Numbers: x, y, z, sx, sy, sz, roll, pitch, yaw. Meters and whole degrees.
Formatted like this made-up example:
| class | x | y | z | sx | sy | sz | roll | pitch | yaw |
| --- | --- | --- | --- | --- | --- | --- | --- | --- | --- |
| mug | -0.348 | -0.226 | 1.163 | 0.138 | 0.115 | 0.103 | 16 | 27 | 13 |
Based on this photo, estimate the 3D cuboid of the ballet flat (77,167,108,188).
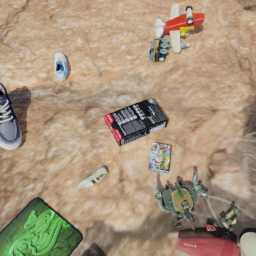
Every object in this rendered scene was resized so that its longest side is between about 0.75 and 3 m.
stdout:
| class | x | y | z | sx | sy | sz | roll | pitch | yaw |
| --- | --- | --- | --- | --- | --- | --- | --- | --- | --- |
| ballet flat | -1.216 | 1.798 | 9.749 | 1.206 | 0.407 | 0.376 | -35 | 72 | -22 |

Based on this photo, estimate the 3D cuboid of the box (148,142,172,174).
| class | x | y | z | sx | sy | sz | roll | pitch | yaw |
| --- | --- | --- | --- | --- | --- | --- | --- | --- | --- |
| box | 1.191 | 1.093 | 10.344 | 0.753 | 0.208 | 1.103 | 8 | 55 | 5 |

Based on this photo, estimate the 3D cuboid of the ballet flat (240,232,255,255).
| class | x | y | z | sx | sy | sz | roll | pitch | yaw |
| --- | --- | --- | --- | --- | --- | --- | --- | --- | --- |
| ballet flat | 4.450 | 4.049 | 7.788 | 0.990 | 0.990 | 2.851 | -34 | 62 | -22 |

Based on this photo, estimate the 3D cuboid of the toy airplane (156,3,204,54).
| class | x | y | z | sx | sy | sz | roll | pitch | yaw |
| --- | --- | --- | --- | --- | --- | --- | --- | --- | --- |
| toy airplane | 2.470 | -4.984 | 14.008 | 2.238 | 1.579 | 2.228 | -53 | 53 | 8 |

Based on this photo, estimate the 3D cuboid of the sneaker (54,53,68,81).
| class | x | y | z | sx | sy | sz | roll | pitch | yaw |
| --- | --- | --- | --- | --- | --- | --- | --- | --- | --- |
| sneaker | -3.117 | -2.957 | 12.950 | 0.622 | 0.627 | 1.731 | -11 | 54 | -6 |

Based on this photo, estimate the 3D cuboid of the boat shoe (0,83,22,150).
| class | x | y | z | sx | sy | sz | roll | pitch | yaw |
| --- | --- | --- | --- | --- | --- | --- | --- | --- | --- |
| boat shoe | -4.825 | -0.514 | 10.721 | 1.014 | 1.260 | 2.716 | -19 | 59 | -26 |

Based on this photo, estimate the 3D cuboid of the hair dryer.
| class | x | y | z | sx | sy | sz | roll | pitch | yaw |
| --- | --- | --- | --- | --- | --- | --- | --- | --- | --- |
| hair dryer | 2.490 | 4.130 | 7.877 | 2.138 | 0.762 | 2.807 | -35 | 61 | -21 |

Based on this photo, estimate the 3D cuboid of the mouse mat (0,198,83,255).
| class | x | y | z | sx | sy | sz | roll | pitch | yaw |
| --- | --- | --- | --- | --- | --- | --- | --- | --- | --- |
| mouse mat | -3.081 | 3.772 | 8.541 | 2.273 | 0.106 | 2.824 | 31 | 60 | 20 |

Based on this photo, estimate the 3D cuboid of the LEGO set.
| class | x | y | z | sx | sy | sz | roll | pitch | yaw |
| --- | --- | --- | --- | --- | --- | --- | --- | --- | --- |
| LEGO set | 2.055 | 2.571 | 9.134 | 2.891 | 0.819 | 1.877 | 42 | 66 | 11 |

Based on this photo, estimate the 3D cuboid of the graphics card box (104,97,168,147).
| class | x | y | z | sx | sy | sz | roll | pitch | yaw |
| --- | --- | --- | --- | --- | --- | --- | --- | --- | --- |
| graphics card box | 0.309 | -0.274 | 11.093 | 2.175 | 0.553 | 1.364 | -23 | 57 | -14 |

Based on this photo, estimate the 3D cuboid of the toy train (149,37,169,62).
| class | x | y | z | sx | sy | sz | roll | pitch | yaw |
| --- | --- | --- | --- | --- | --- | --- | --- | --- | --- |
| toy train | 1.497 | -3.813 | 13.545 | 0.877 | 0.656 | 1.539 | 4 | 55 | 9 |
